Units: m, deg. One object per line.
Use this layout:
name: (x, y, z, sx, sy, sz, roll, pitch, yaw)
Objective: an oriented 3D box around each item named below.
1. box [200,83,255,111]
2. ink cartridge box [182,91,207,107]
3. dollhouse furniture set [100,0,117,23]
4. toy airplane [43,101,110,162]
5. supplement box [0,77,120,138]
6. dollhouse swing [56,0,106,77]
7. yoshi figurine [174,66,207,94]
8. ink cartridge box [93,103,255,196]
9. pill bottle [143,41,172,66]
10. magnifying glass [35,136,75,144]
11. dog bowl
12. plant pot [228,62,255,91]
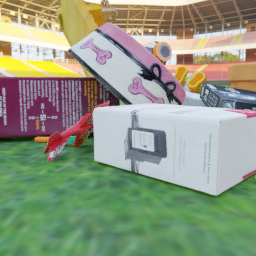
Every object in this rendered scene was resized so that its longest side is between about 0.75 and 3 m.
box: (2.931, -0.653, 7.304, 1.709, 0.464, 2.133, 9, 18, 1)
ink cartridge box: (2.805, -0.696, 9.065, 2.189, 0.549, 2.522, -8, 23, -41)
dollhouse furniture set: (-0.615, -4.420, 9.916, 0.491, 1.005, 0.857, 0, -18, 10)
toy airplane: (-0.860, 0.050, 4.675, 0.274, 1.492, 1.492, 45, 16, 4)
supplement box: (-1.765, -0.498, 6.521, 2.918, 1.250, 1.610, -2, 5, -14)
dollhouse swing: (-0.757, -3.129, 9.077, 2.635, 2.899, 2.549, -20, -16, -31)
yoshi figurine: (2.595, -1.481, 10.678, 1.413, 1.418, 2.524, -14, -26, 15)
ink cartridge box: (0.670, 0.130, 3.970, 2.007, 0.837, 1.458, 8, 12, 44)
pill bottle: (0.813, -2.737, 10.940, 1.093, 1.093, 2.057, -5, 1, -30)
magnifying glass: (-1.382, 0.229, 5.590, 1.089, 0.122, 0.433, -2, 7, 22)
dog bowl: (0.090, -1.159, 6.377, 2.895, 1.067, 2.895, 42, 5, -5)
plant pot: (4.851, -1.262, 9.791, 2.681, 1.877, 2.681, 0, 9, 0)
